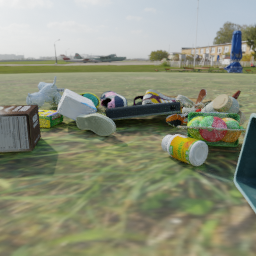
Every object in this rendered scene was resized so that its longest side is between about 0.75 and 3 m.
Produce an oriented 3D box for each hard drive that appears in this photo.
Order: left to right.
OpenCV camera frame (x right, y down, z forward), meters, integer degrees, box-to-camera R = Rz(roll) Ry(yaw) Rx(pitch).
[{"bbox_3d":[0.509,-0.729,11.758,2.907,0.478,2.028,-6,5,-5],"label":"hard drive"}]

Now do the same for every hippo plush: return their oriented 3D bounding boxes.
[{"bbox_3d":[-4.321,-1.455,14.584,2.024,1.612,1.627,-1,38,49],"label":"hippo plush"}]

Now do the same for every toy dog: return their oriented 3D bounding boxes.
[{"bbox_3d":[3.528,-0.993,11.533,2.800,1.348,1.846,19,-21,37],"label":"toy dog"}]

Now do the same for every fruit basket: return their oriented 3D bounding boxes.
[{"bbox_3d":[2.575,-0.053,8.291,2.172,1.099,2.345,3,-6,13],"label":"fruit basket"}]

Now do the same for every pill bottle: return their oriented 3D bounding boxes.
[{"bbox_3d":[1.471,0.542,7.490,0.657,0.657,1.183,-10,17,-34],"label":"pill bottle"}]

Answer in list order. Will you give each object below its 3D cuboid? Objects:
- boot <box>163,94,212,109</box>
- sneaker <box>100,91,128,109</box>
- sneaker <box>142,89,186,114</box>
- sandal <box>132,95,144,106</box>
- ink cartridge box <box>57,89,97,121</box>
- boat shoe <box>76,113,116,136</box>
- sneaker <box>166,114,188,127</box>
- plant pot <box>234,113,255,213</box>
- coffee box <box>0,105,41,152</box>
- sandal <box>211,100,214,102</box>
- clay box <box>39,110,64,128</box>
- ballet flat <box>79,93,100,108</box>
[{"bbox_3d":[2.681,-1.229,14.051,2.615,0.865,2.290,14,20,41],"label":"boot"},{"bbox_3d":[-1.064,-1.435,14.657,1.088,0.930,2.652,-4,14,-29],"label":"sneaker"},{"bbox_3d":[1.800,-0.976,13.384,2.306,0.864,1.039,19,60,4],"label":"sneaker"},{"bbox_3d":[0.658,-1.278,14.386,1.042,0.663,2.771,-4,13,16],"label":"sandal"},{"bbox_3d":[-2.211,-0.934,12.003,1.370,0.789,2.366,25,8,-17],"label":"ink cartridge box"},{"bbox_3d":[-1.094,-0.197,10.174,0.663,0.795,2.131,-19,18,-38],"label":"boat shoe"},{"bbox_3d":[1.934,-0.326,11.391,1.383,0.524,0.636,-3,5,-42],"label":"sneaker"},{"bbox_3d":[3.138,0.732,5.138,1.611,1.577,1.582,8,15,1],"label":"plant pot"},{"bbox_3d":[-4.318,0.001,8.537,2.943,1.173,1.683,-2,15,-9],"label":"coffee box"},{"bbox_3d":[4.315,-0.905,12.763,0.502,0.746,1.858,-34,14,9],"label":"sandal"},{"bbox_3d":[-3.922,-0.426,11.536,2.164,0.515,1.243,4,14,11],"label":"clay box"},{"bbox_3d":[-2.299,-1.475,15.201,2.549,0.852,0.854,8,3,35],"label":"ballet flat"}]
